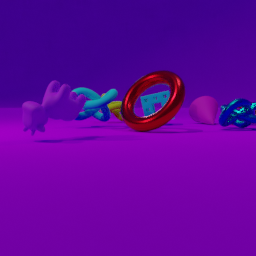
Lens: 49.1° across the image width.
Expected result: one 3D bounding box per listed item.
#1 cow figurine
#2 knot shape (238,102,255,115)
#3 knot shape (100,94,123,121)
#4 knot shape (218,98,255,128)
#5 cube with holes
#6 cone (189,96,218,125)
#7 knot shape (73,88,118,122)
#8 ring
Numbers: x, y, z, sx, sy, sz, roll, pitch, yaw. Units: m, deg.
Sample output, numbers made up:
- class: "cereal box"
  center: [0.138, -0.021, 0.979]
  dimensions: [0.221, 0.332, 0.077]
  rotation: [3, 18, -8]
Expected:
- class: "cow figurine"
  center: [-1.527, -0.340, 5.744]
  dimensions: [0.676, 1.212, 1.232]
  rotation: [21, -6, 34]
- class: "knot shape"
  center: [4.224, -0.597, 10.329]
  dimensions: [1.098, 0.507, 1.027]
  rotation: [-26, 19, 28]
- class: "knot shape"
  center: [-0.495, -0.813, 11.722]
  dimensions: [1.397, 0.690, 1.493]
  rotation: [24, 11, -23]
- class: "knot shape"
  center: [3.278, -0.423, 8.252]
  dimensions: [1.496, 0.739, 1.599]
  rotation: [2, -7, -36]
- class: "cube with holes"
  center: [1.124, -0.758, 10.381]
  dimensions: [1.017, 1.017, 1.017]
  rotation: [-12, 4, 11]
- class: "cone"
  center: [3.008, -0.425, 10.504]
  dimensions: [1.170, 1.170, 1.175]
  rotation: [0, 31, -4]
- class: "knot shape"
  center: [-1.209, -0.732, 8.926]
  dimensions: [1.563, 0.772, 1.670]
  rotation: [1, -26, -29]
- class: "ring"
  center: [0.656, -0.784, 7.808]
  dimensions: [1.990, 1.990, 0.398]
  rotation: [4, -28, 40]
